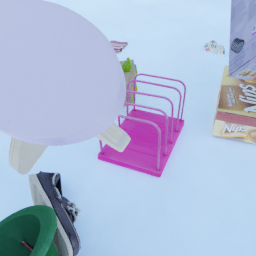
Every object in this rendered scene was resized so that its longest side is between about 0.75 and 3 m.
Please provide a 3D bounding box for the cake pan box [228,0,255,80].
[{"bbox_3d":[2.740,-2.275,5.310,0.583,2.228,2.052,8,74,-11],"label":"cake pan box"}]

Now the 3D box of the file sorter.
[{"bbox_3d":[0.409,-0.233,6.669,1.521,1.373,2.189,14,38,18],"label":"file sorter"}]

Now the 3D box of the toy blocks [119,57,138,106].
[{"bbox_3d":[-0.704,-1.327,8.538,1.716,1.254,2.510,-6,34,12],"label":"toy blocks"}]

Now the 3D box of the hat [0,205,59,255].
[{"bbox_3d":[-1.132,2.489,3.968,2.366,2.082,1.959,-14,31,43],"label":"hat"}]

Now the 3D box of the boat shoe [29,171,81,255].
[{"bbox_3d":[-1.182,1.355,4.886,0.682,0.791,2.176,-9,23,-29],"label":"boat shoe"}]

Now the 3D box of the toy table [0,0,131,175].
[{"bbox_3d":[-0.970,-0.457,3.436,2.117,1.349,2.303,-44,67,-8],"label":"toy table"}]

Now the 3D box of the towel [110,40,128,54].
[{"bbox_3d":[-0.587,-3.572,12.278,0.862,0.136,1.197,11,38,16],"label":"towel"}]

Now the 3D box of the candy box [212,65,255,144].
[{"bbox_3d":[3.402,-0.751,7.832,1.712,0.820,2.966,12,38,15],"label":"candy box"}]

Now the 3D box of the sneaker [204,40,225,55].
[{"bbox_3d":[3.599,-3.298,11.768,0.537,0.404,1.148,-23,41,-1],"label":"sneaker"}]
